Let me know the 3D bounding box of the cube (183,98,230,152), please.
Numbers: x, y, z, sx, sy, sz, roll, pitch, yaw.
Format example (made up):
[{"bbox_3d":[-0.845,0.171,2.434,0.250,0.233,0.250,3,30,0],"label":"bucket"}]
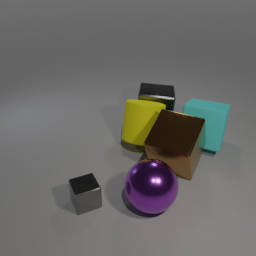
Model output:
[{"bbox_3d":[2.699,-0.156,9.878,1.400,1.400,1.400,13,19,21],"label":"cube"}]

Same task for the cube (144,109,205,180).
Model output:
[{"bbox_3d":[1.480,0.493,8.578,1.400,1.400,1.400,15,58,25],"label":"cube"}]

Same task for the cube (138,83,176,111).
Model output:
[{"bbox_3d":[1.103,-0.892,11.320,1.400,1.400,1.400,6,29,4],"label":"cube"}]

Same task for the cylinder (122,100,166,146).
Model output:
[{"bbox_3d":[0.540,-0.214,9.877,1.400,1.400,1.400,6,11,-1],"label":"cylinder"}]

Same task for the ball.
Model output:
[{"bbox_3d":[0.605,1.500,7.278,1.400,1.400,1.400,0,30,0],"label":"ball"}]

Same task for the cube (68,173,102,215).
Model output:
[{"bbox_3d":[-1.149,1.758,7.534,0.700,0.700,0.700,-13,33,-22],"label":"cube"}]
